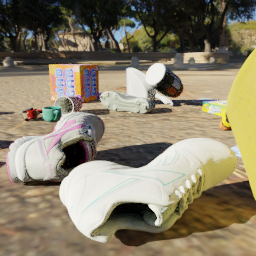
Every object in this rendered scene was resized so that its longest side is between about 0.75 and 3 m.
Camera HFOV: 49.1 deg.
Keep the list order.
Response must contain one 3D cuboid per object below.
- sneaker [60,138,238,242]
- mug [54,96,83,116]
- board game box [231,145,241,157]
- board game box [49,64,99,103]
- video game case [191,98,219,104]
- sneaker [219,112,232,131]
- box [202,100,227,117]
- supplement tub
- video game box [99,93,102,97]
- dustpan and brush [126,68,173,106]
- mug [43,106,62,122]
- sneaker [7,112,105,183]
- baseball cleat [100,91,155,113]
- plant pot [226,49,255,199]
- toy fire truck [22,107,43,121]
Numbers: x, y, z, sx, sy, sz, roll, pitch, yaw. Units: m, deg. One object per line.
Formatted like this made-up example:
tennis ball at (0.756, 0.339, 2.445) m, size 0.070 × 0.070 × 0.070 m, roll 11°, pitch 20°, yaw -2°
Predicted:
sneaker at (0.512, 0.876, 3.859) m, size 2.706 × 0.952 × 1.084 m, roll -13°, pitch 25°, yaw -20°
mug at (-2.393, -0.920, 10.996) m, size 1.034 × 0.777 × 1.165 m, roll 5°, pitch 12°, yaw 11°
board game box at (2.929, 0.557, 6.301) m, size 0.745 × 0.180 × 0.985 m, roll -14°, pitch 19°, yaw -41°
board game box at (-2.701, -2.333, 14.350) m, size 1.806 × 1.804 × 1.804 m, roll 6°, pitch 15°, yaw 22°
video game case at (3.858, -1.346, 13.939) m, size 0.901 × 0.110 × 1.259 m, roll 13°, pitch 19°, yaw 41°
sneaker at (3.634, -0.556, 8.799) m, size 2.099 × 0.944 × 0.734 m, roll -24°, pitch 69°, yaw -33°
box at (3.895, -0.727, 10.828) m, size 1.125 × 0.464 × 1.918 m, roll -6°, pitch 17°, yaw -20°
supplement tub at (1.673, -2.030, 12.390) m, size 1.064 × 1.064 × 1.737 m, roll 14°, pitch -8°, yaw 44°
video game box at (-1.760, -1.846, 15.742) m, size 0.834 × 0.195 × 0.760 m, roll -5°, pitch 13°, yaw -20°
dustpan and brush at (0.998, -1.648, 13.114) m, size 0.739 × 1.801 × 2.581 m, roll -31°, pitch 55°, yaw -24°
mug at (-2.626, -0.455, 9.678) m, size 0.641 × 0.482 × 0.780 m, roll 0°, pitch 15°, yaw -3°
sneaker at (-1.038, 0.403, 5.498) m, size 1.107 × 1.021 × 2.509 m, roll 8°, pitch 25°, yaw 24°
baseball cleat at (0.011, -1.027, 11.664) m, size 2.300 × 0.802 × 1.224 m, roll 18°, pitch 15°, yaw 25°
plant pot at (2.966, -0.057, 3.356) m, size 2.824 × 2.842 × 2.908 m, roll -12°, pitch -9°, yaw -26°
toy fire truck at (-3.232, -0.479, 9.987) m, size 0.791 × 0.509 × 0.696 m, roll -9°, pitch 13°, yaw 8°
